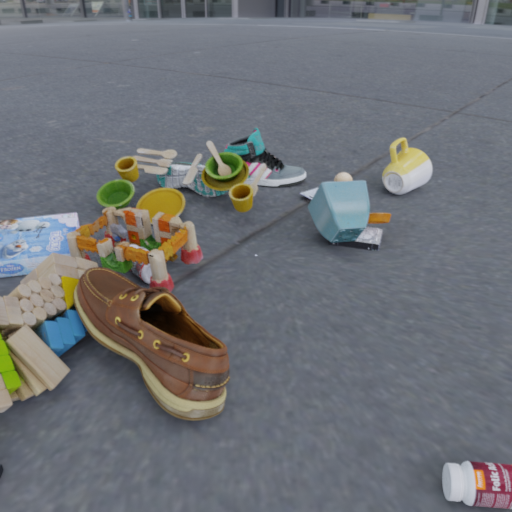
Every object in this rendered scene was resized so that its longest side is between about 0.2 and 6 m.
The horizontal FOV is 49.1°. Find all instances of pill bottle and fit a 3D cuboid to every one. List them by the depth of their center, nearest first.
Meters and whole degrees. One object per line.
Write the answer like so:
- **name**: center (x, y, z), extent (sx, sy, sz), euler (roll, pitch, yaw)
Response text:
- **pill bottle**: center (2.587, 2.594, 6.361), extent (0.835, 0.477, 0.477), euler (3, 30, 4)
- **pill bottle**: center (-2.160, 0.138, 10.659), extent (0.516, 0.516, 0.891), euler (-23, 36, -34)

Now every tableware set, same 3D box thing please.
- **tableware set**: center (-1.746, -1.721, 13.047), extent (3.693, 0.567, 2.488), euler (11, 54, 15)

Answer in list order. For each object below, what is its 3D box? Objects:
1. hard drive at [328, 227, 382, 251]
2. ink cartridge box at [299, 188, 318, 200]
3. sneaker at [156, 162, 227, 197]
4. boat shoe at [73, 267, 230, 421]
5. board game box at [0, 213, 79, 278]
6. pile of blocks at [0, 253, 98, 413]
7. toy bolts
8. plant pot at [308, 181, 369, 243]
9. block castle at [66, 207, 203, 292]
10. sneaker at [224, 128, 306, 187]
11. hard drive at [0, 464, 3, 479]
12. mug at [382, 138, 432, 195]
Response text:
- **hard drive**: center (2.125, -0.413, 11.952), extent (1.069, 0.202, 0.747), euler (10, 31, 15)
- **ink cartridge box**: center (1.573, -1.454, 13.824), extent (0.758, 0.154, 0.757), euler (-19, 34, -29)
- **sneaker**: center (-1.486, -2.085, 14.362), extent (2.085, 0.809, 0.951), euler (15, 29, 22)
- **boat shoe**: center (-1.511, 0.946, 8.169), extent (1.188, 1.115, 3.301), euler (-6, 32, -46)
- **board game box**: center (-4.602, -0.240, 11.419), extent (1.880, 0.410, 1.889), euler (-7, 30, -14)
- **pile of blocks**: center (-3.566, 1.311, 8.244), extent (1.243, 1.642, 3.999), euler (-36, 7, 24)
- **toy bolts**: center (2.088, -1.199, 11.994), extent (1.385, 1.006, 1.450), euler (1, -1, -10)
- **plant pot**: center (1.749, -0.838, 11.447), extent (0.992, 0.989, 1.010), euler (-4, 65, -16)
- **block castle**: center (-2.267, -0.060, 10.521), extent (2.235, 1.048, 1.493), euler (11, 35, 23)
- **sneaker**: center (0.178, -2.606, 14.606), extent (2.286, 1.380, 0.956), euler (3, 30, 5)
- **hard drive**: center (-3.477, 2.716, 6.481), extent (0.878, 0.144, 0.613), euler (-2, 30, -4)
- **mug**: center (3.627, -2.145, 14.084), extent (1.055, 1.030, 1.286), euler (-35, 85, -37)
